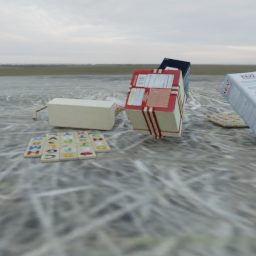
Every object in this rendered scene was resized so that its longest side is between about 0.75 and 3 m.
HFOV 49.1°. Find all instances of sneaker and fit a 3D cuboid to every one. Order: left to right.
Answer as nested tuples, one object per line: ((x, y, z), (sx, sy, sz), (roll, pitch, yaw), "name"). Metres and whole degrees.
((-0.393, -0.614, 9.531), (0.541, 0.751, 1.437), (10, 8, -28), "sneaker")

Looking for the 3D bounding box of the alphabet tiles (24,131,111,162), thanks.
((-1.469, 0.394, 6.869), (1.889, 0.072, 2.270), (-3, 13, -12), "alphabet tiles")

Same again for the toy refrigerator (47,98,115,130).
((-1.401, -0.453, 8.570), (1.928, 0.732, 0.675), (3, 23, 8), "toy refrigerator")

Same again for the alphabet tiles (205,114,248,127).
((3.660, -0.295, 9.687), (1.836, 0.083, 2.196), (-1, 11, -9), "alphabet tiles")

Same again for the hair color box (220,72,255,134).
((3.420, -0.567, 7.087), (1.082, 0.663, 2.186), (-8, 44, -14), "hair color box")

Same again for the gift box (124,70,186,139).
((0.651, -0.619, 7.006), (1.486, 1.371, 1.387), (9, -25, 22), "gift box")

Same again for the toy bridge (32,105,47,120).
((-2.493, -0.624, 10.025), (1.791, 0.602, 0.244), (-2, -13, -10), "toy bridge")

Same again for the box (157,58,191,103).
((1.287, -1.117, 8.791), (0.922, 1.484, 1.496), (16, 53, 22), "box")
